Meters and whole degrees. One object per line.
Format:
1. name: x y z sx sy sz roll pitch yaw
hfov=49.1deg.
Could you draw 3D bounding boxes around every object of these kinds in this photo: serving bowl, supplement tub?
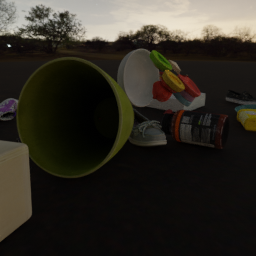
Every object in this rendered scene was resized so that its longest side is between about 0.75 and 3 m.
1. serving bowl: 0.271 -1.682 9.534 0.631 1.917 1.917 7 18 41
2. supplement tub: 2.040 -0.016 8.662 1.950 1.043 1.043 10 20 30

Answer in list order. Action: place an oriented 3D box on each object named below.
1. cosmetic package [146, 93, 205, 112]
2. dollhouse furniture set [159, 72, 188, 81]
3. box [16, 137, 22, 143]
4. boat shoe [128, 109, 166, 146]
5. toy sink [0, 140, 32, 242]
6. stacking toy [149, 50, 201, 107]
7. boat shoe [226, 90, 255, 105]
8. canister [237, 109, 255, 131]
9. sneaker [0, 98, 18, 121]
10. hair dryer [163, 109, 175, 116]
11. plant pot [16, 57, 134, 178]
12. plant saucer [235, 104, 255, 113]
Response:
1. cosmetic package: 2.107 -1.417 13.796 2.695 0.696 2.032 15 25 39
2. dollhouse furniture set: 2.002 -2.206 13.696 1.758 0.946 0.715 8 18 5
3. box: -2.657 0.092 8.992 1.080 0.273 1.511 -18 8 27
4. boat shoe: 0.414 -0.049 9.094 0.952 0.828 2.582 -6 18 -18
5. toy sink: -2.968 1.188 3.967 1.785 1.534 2.739 5 13 16
6. stacking toy: 1.290 -1.480 9.028 1.997 0.844 1.808 10 42 -49
7. boat shoe: 5.953 -1.608 14.405 0.701 0.665 2.006 -10 20 -30
8. canister: 4.655 -0.303 10.452 0.913 0.532 1.229 3 19 10
9. sneaker: -4.953 -0.708 11.766 1.014 0.645 1.779 12 27 16
10. hair dryer: 1.918 -0.623 11.937 0.944 0.256 0.719 -5 19 -14
11. plant pot: -0.905 -0.280 7.553 2.693 2.693 2.878 6 5 19
12. plant saucer: 5.402 -0.664 11.815 1.688 0.303 1.688 -5 17 2
